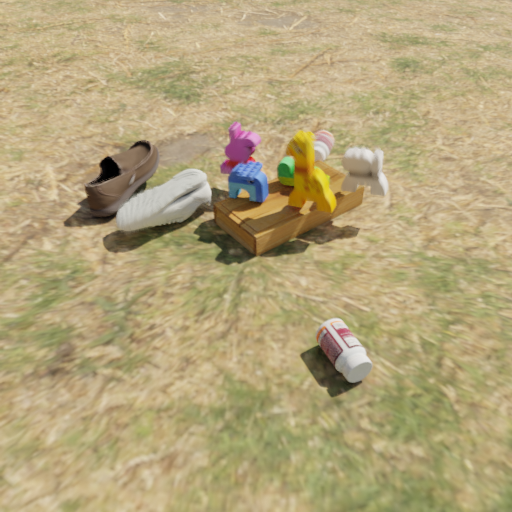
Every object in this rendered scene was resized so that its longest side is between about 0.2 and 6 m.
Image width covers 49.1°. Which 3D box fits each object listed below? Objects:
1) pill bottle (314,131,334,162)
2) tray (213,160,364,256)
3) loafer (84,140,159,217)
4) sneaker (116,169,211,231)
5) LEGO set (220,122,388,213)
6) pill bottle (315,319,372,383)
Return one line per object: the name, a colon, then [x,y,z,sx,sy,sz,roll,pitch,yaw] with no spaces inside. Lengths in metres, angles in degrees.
pill bottle: [1.608,-2.722,14.192,0.548,0.548,1.001,12,41,14]
tray: [0.746,-1.153,12.292,3.058,0.566,1.508,-26,46,-29]
loafer: [-3.007,-1.949,12.695,0.911,0.886,2.496,1,44,24]
sneaker: [-1.908,-0.995,11.892,2.159,0.869,0.825,-28,48,-16]
LEGO set: [0.730,-1.981,11.540,3.804,1.561,1.451,10,39,20]
pill bottle: [1.416,1.527,9.043,0.556,0.556,0.974,-16,43,-18]
